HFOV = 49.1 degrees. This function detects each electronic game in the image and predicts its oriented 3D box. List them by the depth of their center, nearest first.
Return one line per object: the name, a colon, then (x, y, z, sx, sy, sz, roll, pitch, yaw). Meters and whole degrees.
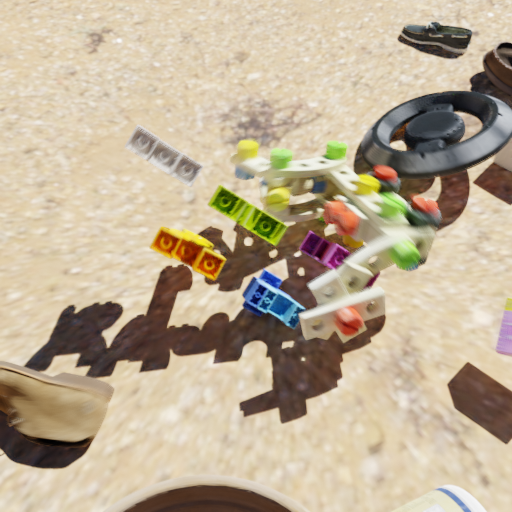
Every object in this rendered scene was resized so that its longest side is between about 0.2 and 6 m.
electronic game: (3.106, -2.139, 9.757, 2.564, 0.533, 2.564, -14, 37, 11)

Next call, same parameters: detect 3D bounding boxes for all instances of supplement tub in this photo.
supplement tub: (1.601, 3.042, 5.530, 1.453, 1.049, 1.049, -19, 53, -15)

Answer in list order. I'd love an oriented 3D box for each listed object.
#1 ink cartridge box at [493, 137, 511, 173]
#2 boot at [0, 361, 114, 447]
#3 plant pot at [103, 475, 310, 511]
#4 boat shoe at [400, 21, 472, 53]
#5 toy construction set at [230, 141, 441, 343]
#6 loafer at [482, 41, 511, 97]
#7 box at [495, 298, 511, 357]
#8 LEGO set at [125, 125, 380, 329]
ink cartridge box: (4.913, -1.993, 9.853, 1.090, 0.800, 0.796, -35, 59, -25)
boot: (-2.880, 1.792, 6.819, 2.110, 0.777, 0.796, 8, 60, 4)
plant pot: (-0.461, 3.612, 4.847, 2.996, 1.383, 2.996, 0, 51, 0)
boat shoe: (4.049, -5.015, 12.566, 1.569, 0.473, 0.593, 18, 53, 14)
toy construction set: (1.093, -0.471, 7.838, 2.292, 1.610, 3.496, -2, 46, -18)
loafer: (6.007, -3.558, 10.934, 3.168, 1.124, 1.157, 36, 59, 26)
box: (3.452, 0.955, 6.917, 0.789, 0.381, 0.694, 12, 81, 30)
LEGO set: (-0.364, -0.215, 7.848, 3.715, 1.524, 1.417, 31, 92, -16)
